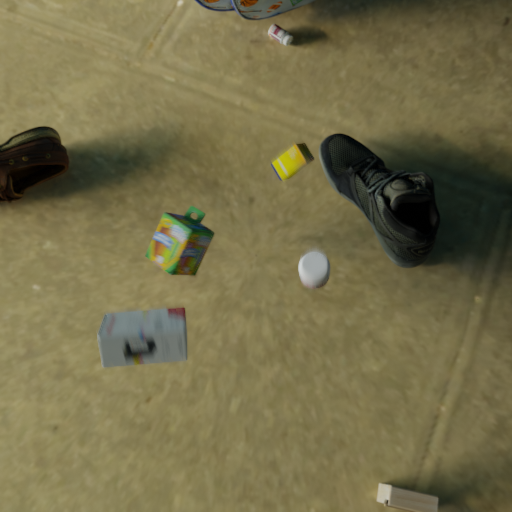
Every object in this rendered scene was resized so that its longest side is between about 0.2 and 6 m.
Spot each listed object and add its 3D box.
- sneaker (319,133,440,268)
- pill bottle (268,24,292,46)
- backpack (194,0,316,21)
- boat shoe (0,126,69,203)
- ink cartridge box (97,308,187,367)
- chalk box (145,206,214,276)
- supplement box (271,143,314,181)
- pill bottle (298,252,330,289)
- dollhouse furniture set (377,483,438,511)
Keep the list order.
[{"bbox_3d":[2.371,-1.400,10.614,1.210,1.813,3.165,-27,70,-11],"label":"sneaker"},{"bbox_3d":[0.556,-5.013,12.725,0.514,0.293,0.293,39,74,13],"label":"pill bottle"},{"bbox_3d":[-0.048,-6.778,11.871,3.566,3.744,2.884,-17,73,5],"label":"backpack"},{"bbox_3d":[-5.078,-1.545,11.056,2.852,1.027,0.963,-29,70,-13],"label":"boat shoe"},{"bbox_3d":[-1.739,1.254,8.761,1.288,0.939,0.534,-4,107,-5],"label":"ink cartridge box"},{"bbox_3d":[-1.280,-0.308,9.765,0.709,0.704,1.136,32,104,29],"label":"chalk box"},{"bbox_3d":[0.691,-1.798,10.693,0.376,0.691,0.378,-23,81,-54],"label":"supplement box"},{"bbox_3d":[0.992,0.236,9.544,0.537,0.926,0.537,-1,78,7],"label":"pill bottle"},{"bbox_3d":[2.256,4.546,8.768,1.558,1.103,1.696,11,70,5],"label":"dollhouse furniture set"}]
